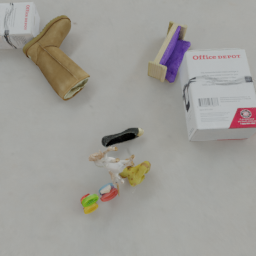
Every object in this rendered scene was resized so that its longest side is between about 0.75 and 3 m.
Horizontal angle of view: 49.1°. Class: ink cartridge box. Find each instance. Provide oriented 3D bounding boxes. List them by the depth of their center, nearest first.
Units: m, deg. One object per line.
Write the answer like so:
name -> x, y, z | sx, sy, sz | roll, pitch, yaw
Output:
ink cartridge box -> 3.005, -1.123, 9.473 | 2.101, 1.206, 2.894 | -3, 69, -1
ink cartridge box -> -4.579, -3.906, 10.744 | 2.119, 0.887, 1.537 | -3, 69, -1

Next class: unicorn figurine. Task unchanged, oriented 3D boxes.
unicorn figurine -> -0.384, 1.081, 7.883 | 1.722, 1.183, 0.636 | 41, 40, -24

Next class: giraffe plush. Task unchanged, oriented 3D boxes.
giraffe plush -> 0.087, 1.326, 8.690 | 0.870, 0.926, 1.073 | 33, 73, 16

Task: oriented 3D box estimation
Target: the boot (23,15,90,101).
boot -> -2.290, -2.599, 10.299 | 2.288, 0.864, 2.613 | -44, 73, -2

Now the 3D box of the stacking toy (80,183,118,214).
stacking toy -> -0.947, 1.957, 8.374 | 1.207, 1.092, 0.510 | -30, 61, -10

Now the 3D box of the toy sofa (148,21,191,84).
toy sofa -> 1.594, -2.774, 10.307 | 1.046, 0.888, 2.144 | 23, 70, 10

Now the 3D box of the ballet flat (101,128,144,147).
ballet flat -> -0.150, 0.344, 9.176 | 1.475, 0.490, 0.419 | -16, 40, -13
